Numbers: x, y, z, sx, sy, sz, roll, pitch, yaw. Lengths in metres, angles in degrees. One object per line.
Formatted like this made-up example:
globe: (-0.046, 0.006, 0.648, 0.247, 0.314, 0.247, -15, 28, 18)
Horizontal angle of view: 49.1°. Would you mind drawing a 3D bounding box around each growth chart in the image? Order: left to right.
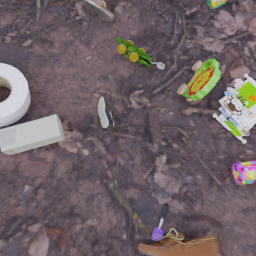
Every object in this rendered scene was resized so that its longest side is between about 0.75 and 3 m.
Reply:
growth chart: (4.897, -0.932, 11.936, 2.015, 0.247, 2.785, 40, 76, 13)

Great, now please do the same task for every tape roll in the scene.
tape roll: (-5.363, -1.373, 11.444, 2.566, 0.897, 2.566, 4, 68, -11)

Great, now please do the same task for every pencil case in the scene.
pencil case: (5.098, 1.645, 10.748, 2.124, 0.939, 0.939, -8, 73, -5)

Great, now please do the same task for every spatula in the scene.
spatula: (1.267, 3.530, 10.568, 0.405, 0.147, 1.433, 18, 73, 5)

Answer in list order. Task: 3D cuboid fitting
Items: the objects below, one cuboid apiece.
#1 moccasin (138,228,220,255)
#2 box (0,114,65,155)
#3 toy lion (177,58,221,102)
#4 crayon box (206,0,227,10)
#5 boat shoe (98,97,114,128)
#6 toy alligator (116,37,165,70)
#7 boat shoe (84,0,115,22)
moccasin: (1.788, 4.124, 9.907, 2.877, 1.052, 1.110, -1, 70, 0)
box: (-3.839, 0.284, 11.239, 2.372, 0.811, 0.975, -14, 73, -5)
toy lion: (3.018, -1.962, 11.266, 0.727, 2.029, 2.117, 37, 75, -13)
crayon box: (4.271, -6.109, 13.551, 0.825, 0.240, 0.490, -29, 75, -9)
boat shoe: (-0.921, -0.640, 11.781, 0.493, 0.523, 1.457, 5, 60, -37)
toy alligator: (0.446, -3.130, 12.414, 2.566, 0.617, 0.850, 37, 44, 11)
boat shoe: (-1.281, -5.723, 13.226, 1.780, 0.674, 0.639, 40, 75, 10)
